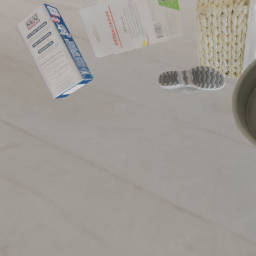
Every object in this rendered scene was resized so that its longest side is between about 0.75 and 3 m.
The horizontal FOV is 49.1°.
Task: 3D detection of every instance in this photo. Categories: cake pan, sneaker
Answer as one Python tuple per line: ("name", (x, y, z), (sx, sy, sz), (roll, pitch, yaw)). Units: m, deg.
("cake pan", (2.778, -0.438, 4.136), (2.329, 0.427, 2.329), (-19, 51, 25))
("sneaker", (1.395, -1.021, 6.141), (1.401, 0.574, 0.524), (5, 79, 16))

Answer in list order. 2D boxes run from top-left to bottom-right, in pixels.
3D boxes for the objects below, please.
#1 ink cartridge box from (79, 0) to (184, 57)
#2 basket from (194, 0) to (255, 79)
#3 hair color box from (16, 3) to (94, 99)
("ink cartridge box", (0.116, -2.968, 7.567), (2.504, 1.466, 0.843), (-11, 37, 12))
("basket", (2.389, -2.361, 6.607), (1.372, 2.225, 1.508), (4, 60, 22))
("hair color box", (-1.904, -1.968, 7.341), (1.076, 2.152, 0.651), (-27, 1, 23))
